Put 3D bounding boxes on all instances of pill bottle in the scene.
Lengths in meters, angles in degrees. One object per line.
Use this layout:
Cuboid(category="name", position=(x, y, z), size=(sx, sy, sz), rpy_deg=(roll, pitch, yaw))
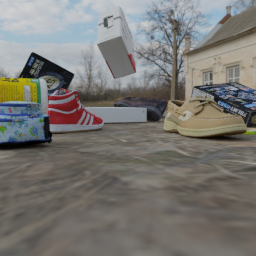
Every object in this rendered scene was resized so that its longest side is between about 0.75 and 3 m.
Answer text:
Cuboid(category="pill bottle", position=(-4.147, -0.859, 9.165), size=(2.829, 1.595, 1.595), rpy_deg=(-1, 4, -21))

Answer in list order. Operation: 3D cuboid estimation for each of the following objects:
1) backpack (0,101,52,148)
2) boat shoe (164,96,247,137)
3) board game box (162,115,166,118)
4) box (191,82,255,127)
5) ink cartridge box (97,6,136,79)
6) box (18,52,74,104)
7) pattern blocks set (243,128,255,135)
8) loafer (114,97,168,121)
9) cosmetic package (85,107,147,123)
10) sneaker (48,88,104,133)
Cuboid(category="backpack", position=(-1.828, -0.061, 4.494), size=(0.981, 0.721, 0.897), rpy_deg=(-7, 4, -32))
Cuboid(category="boat shoe", position=(1.551, -0.294, 6.365), size=(0.981, 0.888, 2.753), rpy_deg=(-2, 5, -20))
Cuboid(category="board game box", position=(2.504, -0.612, 15.539), size=(1.145, 0.161, 0.774), rpy_deg=(3, 5, 32))
Cuboid(category="box", position=(4.011, -0.934, 10.002), size=(2.520, 0.626, 2.501), rpy_deg=(-10, 33, -32))
Cuboid(category="ink cartridge box", position=(-0.422, -3.314, 10.826), size=(0.953, 2.301, 1.689), rpy_deg=(-15, -44, 13))
Cuboid(category="box", position=(-3.319, -1.513, 10.794), size=(1.753, 2.141, 0.922), rpy_deg=(28, -2, -13))
Cuboid(category="pattern blocks set", position=(3.096, 0.077, 6.781), size=(1.190, 0.096, 1.046), rpy_deg=(4, 6, 41))
Cuboid(category="loafer", position=(0.585, -0.974, 12.978), size=(2.967, 1.066, 0.934), rpy_deg=(13, 55, 47))
Cuboid(category="cosmetic package", position=(-0.741, -0.553, 11.503), size=(2.462, 0.636, 1.856), rpy_deg=(-2, 3, -26))
Cuboid(category="sneaker", position=(-1.300, -0.467, 7.314), size=(0.692, 1.092, 1.942), rpy_deg=(3, 5, 32))
